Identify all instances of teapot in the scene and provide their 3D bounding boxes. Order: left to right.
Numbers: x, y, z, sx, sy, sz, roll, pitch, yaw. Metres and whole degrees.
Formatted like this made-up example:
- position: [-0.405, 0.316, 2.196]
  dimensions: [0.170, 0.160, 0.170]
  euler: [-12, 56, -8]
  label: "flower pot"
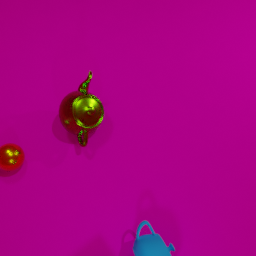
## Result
- position: [-1.145, -0.477, 7.356]
  dimensions: [1.223, 0.963, 1.966]
  euler: [5, 84, -32]
  label: "teapot"
- position: [0.655, 2.847, 6.108]
  dimensions: [0.841, 1.068, 1.718]
  euler: [-25, 87, -10]
  label: "teapot"

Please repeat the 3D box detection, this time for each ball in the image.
- position: [-3.018, 0.744, 7.162]
  dimensions: [0.715, 0.715, 0.715]
  euler: [0, 67, 0]
  label: "ball"
